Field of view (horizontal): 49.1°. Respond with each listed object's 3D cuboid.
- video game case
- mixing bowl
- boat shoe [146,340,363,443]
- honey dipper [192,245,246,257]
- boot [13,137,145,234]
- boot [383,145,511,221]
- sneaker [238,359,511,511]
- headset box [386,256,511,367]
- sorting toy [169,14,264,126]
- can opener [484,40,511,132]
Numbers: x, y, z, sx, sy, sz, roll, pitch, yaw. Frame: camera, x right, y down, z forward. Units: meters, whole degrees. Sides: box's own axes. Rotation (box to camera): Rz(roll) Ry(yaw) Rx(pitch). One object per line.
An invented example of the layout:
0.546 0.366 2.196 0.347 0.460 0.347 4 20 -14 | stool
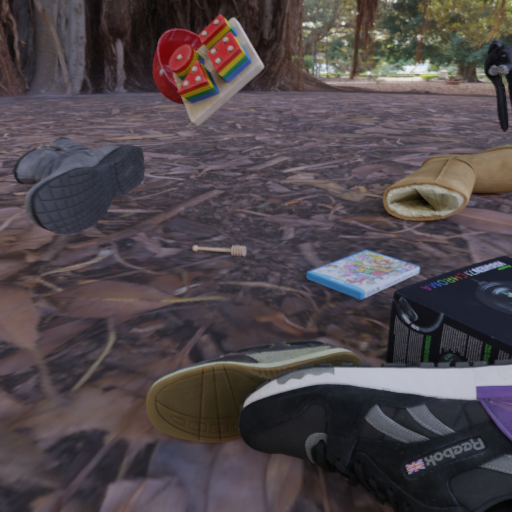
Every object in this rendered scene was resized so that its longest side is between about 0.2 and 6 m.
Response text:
1.854 0.288 9.659 1.652 0.147 1.182 -18 27 -39 | video game case
-1.789 -4.394 13.574 1.841 1.841 0.997 -19 -3 -41 | mixing bowl
-0.013 1.388 5.989 2.310 0.845 0.748 -3 8 -14 | boat shoe
-0.723 -0.107 10.697 1.075 0.204 0.204 2 20 18 | honey dipper
-3.307 -1.226 9.334 1.879 0.996 2.855 10 25 17 | boot
5.167 -1.722 13.618 3.288 1.242 3.754 -4 16 29 | boot
1.204 1.670 4.580 3.085 1.168 1.351 -10 53 23 | sneaker
3.114 1.069 6.166 2.166 1.154 2.488 -13 24 -30 | headset box
-0.936 -3.755 10.985 0.610 1.743 1.754 32 28 -48 | sorting toy
3.935 -2.610 8.768 0.473 1.493 0.587 3 41 45 | can opener
